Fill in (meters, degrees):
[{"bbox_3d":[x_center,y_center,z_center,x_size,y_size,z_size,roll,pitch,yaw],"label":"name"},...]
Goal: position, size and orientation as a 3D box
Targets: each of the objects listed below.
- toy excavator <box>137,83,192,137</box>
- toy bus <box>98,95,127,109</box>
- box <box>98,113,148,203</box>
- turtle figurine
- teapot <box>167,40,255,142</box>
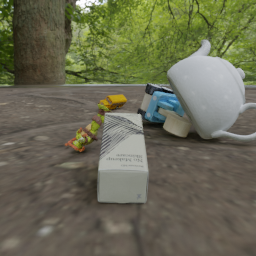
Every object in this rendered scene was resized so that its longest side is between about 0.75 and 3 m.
[{"bbox_3d":[1.287,-0.469,8.535,2.318,1.158,2.254,30,19,36],"label":"toy excavator"},{"bbox_3d":[-0.712,-1.210,13.164,0.575,0.478,1.470,-45,-17,31],"label":"toy bus"},{"bbox_3d":[-0.080,0.361,4.198,0.667,0.555,1.624,1,28,-3],"label":"box"},{"bbox_3d":[-0.797,0.074,5.935,0.477,1.195,1.482,39,-5,-9],"label":"turtle figurine"},{"bbox_3d":[2.174,-0.917,7.087,1.686,2.309,2.279,-29,15,8],"label":"teapot"}]
